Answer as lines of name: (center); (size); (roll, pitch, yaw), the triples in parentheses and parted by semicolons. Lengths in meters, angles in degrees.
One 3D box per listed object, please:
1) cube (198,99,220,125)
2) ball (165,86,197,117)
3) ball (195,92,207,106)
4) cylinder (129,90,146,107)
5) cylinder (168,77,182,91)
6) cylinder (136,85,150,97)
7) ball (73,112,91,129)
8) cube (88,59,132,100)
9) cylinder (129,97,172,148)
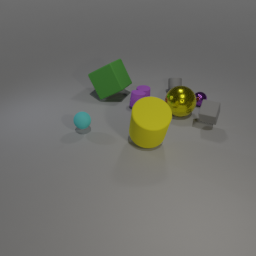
cube: (3.333, -0.648, 11.446); (0.700, 0.700, 0.700); (15, 69, 23)
ball: (2.350, -1.191, 12.536); (1.400, 1.400, 1.400); (0, 31, 0)
ball: (3.488, -1.412, 13.621); (0.700, 0.700, 0.700); (0, 31, 0)
cylinder: (0.459, -1.374, 13.334); (0.700, 0.700, 0.700); (7, 25, -3)
cylinder: (2.457, -2.235, 14.620); (0.700, 0.700, 0.700); (1, -1, 0)
cylinder: (0.769, -1.705, 14.099); (0.700, 0.700, 0.700); (0, 31, 0)
ball: (-1.836, -0.309, 11.248); (0.700, 0.700, 0.700); (0, 31, 0)
cube: (-0.874, -2.468, 14.094); (1.400, 1.400, 1.400); (-20, 14, 28)
cylinder: (0.777, -0.183, 10.162); (1.400, 1.400, 1.400); (2, 60, -3)
